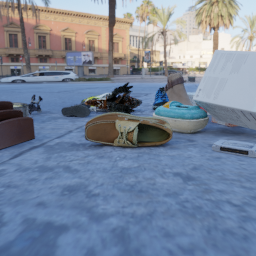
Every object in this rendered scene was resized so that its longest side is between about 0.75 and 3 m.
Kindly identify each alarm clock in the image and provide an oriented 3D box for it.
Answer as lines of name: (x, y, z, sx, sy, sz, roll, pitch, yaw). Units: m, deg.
alarm clock: (-4.688, -0.544, 10.994, 1.624, 0.802, 2.408, -7, 12, -34)

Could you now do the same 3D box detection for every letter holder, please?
letter holder: (-3.559, -0.134, 7.906, 0.858, 1.213, 1.707, 4, 12, 21)

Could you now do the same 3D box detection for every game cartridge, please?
game cartridge: (2.857, 0.514, 7.273, 1.127, 0.234, 0.750, 8, 10, 36)

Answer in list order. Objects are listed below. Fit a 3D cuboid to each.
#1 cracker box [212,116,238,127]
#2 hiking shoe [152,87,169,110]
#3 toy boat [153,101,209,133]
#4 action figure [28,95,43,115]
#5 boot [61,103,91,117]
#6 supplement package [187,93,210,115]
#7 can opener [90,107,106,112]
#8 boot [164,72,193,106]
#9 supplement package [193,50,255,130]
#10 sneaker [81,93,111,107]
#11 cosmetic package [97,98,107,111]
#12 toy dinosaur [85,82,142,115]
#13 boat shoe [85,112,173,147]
cracker box: (3.983, -0.325, 11.048, 0.791, 0.341, 1.181, -4, 11, -19)
hiking shoe: (1.810, -1.620, 15.310, 1.011, 1.179, 2.719, 0, 11, 1)
toy boat: (2.134, -0.603, 10.222, 2.527, 1.174, 2.124, -12, 16, -43)
action figure: (-4.604, -1.010, 13.641, 0.848, 0.728, 1.426, 8, 38, -2)
boot: (-2.200, -0.879, 13.465, 1.405, 0.560, 1.705, 5, 8, 13)
supplement package: (3.600, -1.192, 13.647, 1.726, 1.009, 1.013, 1, 12, 7)
can opener: (-1.573, -0.979, 14.520, 0.936, 0.246, 0.311, 2, 11, 9)
boot: (2.357, -1.535, 12.609, 0.917, 1.909, 2.611, -13, 18, -15)
supplement package: (3.919, -1.149, 9.009, 1.915, 1.929, 2.542, 29, -5, -41)
sneaker: (-1.644, -1.535, 15.712, 0.980, 0.863, 2.317, 11, 16, 43)
cosmetic package: (-0.961, -1.292, 15.172, 1.351, 0.589, 0.698, -9, 19, -41)
toy dinosaur: (-0.575, -1.170, 13.818, 2.933, 1.498, 1.991, -27, 7, -26)
boat shoe: (0.057, 0.076, 7.678, 2.467, 0.933, 0.911, -2, 14, -7)
